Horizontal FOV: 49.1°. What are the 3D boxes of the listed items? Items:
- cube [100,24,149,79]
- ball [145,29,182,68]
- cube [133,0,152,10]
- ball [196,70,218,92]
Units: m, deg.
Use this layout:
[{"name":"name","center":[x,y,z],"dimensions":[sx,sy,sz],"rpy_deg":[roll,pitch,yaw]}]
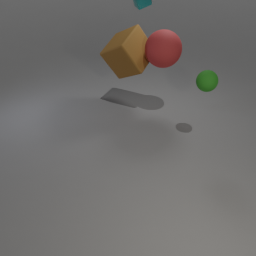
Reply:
[{"name":"cube","center":[0.011,-3.067,11.425],"dimensions":[1.400,1.400,1.400],"rpy_deg":[-2,47,47]},{"name":"ball","center":[1.334,-2.982,10.577],"dimensions":[1.400,1.400,1.400],"rpy_deg":[0,32,0]},{"name":"cube","center":[0.633,-6.098,13.138],"dimensions":[0.700,0.700,0.700],"rpy_deg":[-25,41,-1]},{"name":"ball","center":[2.555,-1.519,9.053],"dimensions":[0.700,0.700,0.700],"rpy_deg":[0,32,0]}]
